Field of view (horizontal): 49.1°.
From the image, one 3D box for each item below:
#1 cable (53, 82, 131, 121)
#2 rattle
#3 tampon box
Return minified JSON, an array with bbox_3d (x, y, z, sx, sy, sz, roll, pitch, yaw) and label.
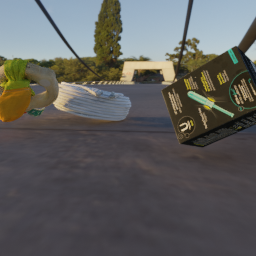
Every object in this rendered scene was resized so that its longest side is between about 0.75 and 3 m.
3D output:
[{"bbox_3d":[-1.127,-0.853,9.033,2.497,0.865,2.497,14,7,27],"label":"cable"},{"bbox_3d":[-2.775,-0.399,7.516,1.715,1.882,2.634,-2,-28,-31],"label":"rattle"},{"bbox_3d":[1.526,-0.447,4.797,1.458,1.093,0.920,-29,-24,33],"label":"tampon box"}]
